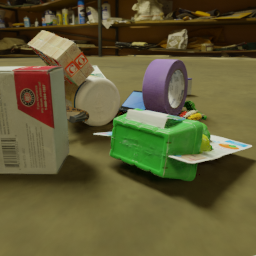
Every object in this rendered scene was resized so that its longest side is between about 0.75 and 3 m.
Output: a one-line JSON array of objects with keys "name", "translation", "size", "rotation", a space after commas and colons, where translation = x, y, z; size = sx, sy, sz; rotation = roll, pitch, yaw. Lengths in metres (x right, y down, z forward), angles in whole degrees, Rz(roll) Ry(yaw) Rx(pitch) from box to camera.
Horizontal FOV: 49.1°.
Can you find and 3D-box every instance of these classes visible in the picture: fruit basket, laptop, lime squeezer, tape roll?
[{"name": "fruit basket", "translation": [1.021, 0.161, 6.104], "size": [2.475, 1.252, 2.672], "rotation": [16, 21, 42]}, {"name": "laptop", "translation": [-0.035, -1.032, 10.296], "size": [1.655, 0.855, 1.466], "rotation": [4, 7, -38]}, {"name": "lime squeezer", "translation": [1.928, -0.718, 10.489], "size": [2.459, 0.464, 0.868], "rotation": [15, 53, 36]}, {"name": "tape roll", "translation": [1.334, -1.382, 9.755], "size": [0.835, 1.964, 1.964], "rotation": [10, 20, 32]}]

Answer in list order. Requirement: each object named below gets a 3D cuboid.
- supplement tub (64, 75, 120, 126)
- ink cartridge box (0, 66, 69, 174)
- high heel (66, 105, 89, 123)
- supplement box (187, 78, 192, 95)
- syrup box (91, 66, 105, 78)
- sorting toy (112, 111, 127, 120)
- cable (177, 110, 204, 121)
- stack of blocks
[{"name": "supplement tub", "translation": [-1.394, -1.011, 9.322], "size": [1.525, 1.525, 2.108], "rotation": [-11, 21, -32]}, {"name": "ink cartridge box", "translation": [-2.817, -0.215, 5.825], "size": [2.863, 2.086, 1.185], "rotation": [0, 17, 1]}, {"name": "high heel", "translation": [-1.726, -0.473, 7.743], "size": [1.272, 0.454, 0.906], "rotation": [25, 17, 16]}, {"name": "supplement box", "translation": [2.371, -2.176, 14.190], "size": [0.828, 0.846, 1.637], "rotation": [-10, 21, -27]}, {"name": "syrup box", "translation": [-1.565, -1.881, 12.211], "size": [1.005, 1.039, 2.553], "rotation": [-9, 28, -14]}, {"name": "sorting toy", "translation": [-0.434, -0.477, 9.858], "size": [1.246, 0.183, 0.921], "rotation": [14, 22, 39]}, {"name": "cable", "translation": [1.591, -0.232, 8.644], "size": [0.851, 0.441, 1.752], "rotation": [12, 21, 40]}, {"name": "stack of blocks", "translation": [-1.941, -2.027, 8.380], "size": [0.685, 1.346, 2.337], "rotation": [-47, 42, -8]}]
